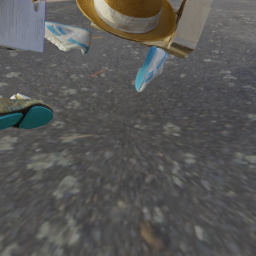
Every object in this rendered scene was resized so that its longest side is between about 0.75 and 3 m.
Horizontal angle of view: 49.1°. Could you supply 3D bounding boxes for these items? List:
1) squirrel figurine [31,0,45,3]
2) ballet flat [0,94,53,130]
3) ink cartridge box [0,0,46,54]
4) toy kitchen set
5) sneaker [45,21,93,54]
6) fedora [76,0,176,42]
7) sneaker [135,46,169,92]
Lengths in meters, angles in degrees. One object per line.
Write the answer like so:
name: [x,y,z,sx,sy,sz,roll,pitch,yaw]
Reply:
squirrel figurine: [-1.129,-2.202,3.455,1.453,1.102,1.557,-2,34,-15]
ballet flat: [-1.548,-0.244,3.792,0.523,0.523,1.479,10,9,16]
ink cartridge box: [-1.976,-2.233,4.285,0.432,1.971,1.990,9,10,18]
toy kitchen set: [0.577,-3.270,6.807,2.699,2.202,2.435,19,10,0]
sneaker: [-1.844,-2.466,7.572,1.704,0.688,0.652,9,17,-11]
fedora: [0.107,-2.993,6.061,2.547,1.039,2.547,10,54,-14]
sneaker: [0.490,-1.188,5.931,0.408,1.010,0.386,15,29,-29]
